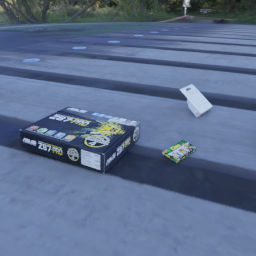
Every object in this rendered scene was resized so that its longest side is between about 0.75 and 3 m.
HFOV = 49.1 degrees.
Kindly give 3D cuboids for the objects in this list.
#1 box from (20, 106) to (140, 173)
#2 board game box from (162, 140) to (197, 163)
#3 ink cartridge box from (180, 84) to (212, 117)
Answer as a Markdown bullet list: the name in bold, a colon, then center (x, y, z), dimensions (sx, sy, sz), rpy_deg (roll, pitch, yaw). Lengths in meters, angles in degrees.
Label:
- **box**: center (-1.202, 0.185, 7.475), dimensions (2.520, 0.619, 2.032), rpy_deg (13, 26, 24)
- **board game box**: center (1.333, 0.584, 7.189), dimensions (0.474, 0.106, 0.904), rpy_deg (30, 37, 34)
- **ink cartridge box**: center (2.305, -0.956, 9.707), dimensions (0.894, 0.276, 1.102), rpy_deg (-27, 70, -43)
